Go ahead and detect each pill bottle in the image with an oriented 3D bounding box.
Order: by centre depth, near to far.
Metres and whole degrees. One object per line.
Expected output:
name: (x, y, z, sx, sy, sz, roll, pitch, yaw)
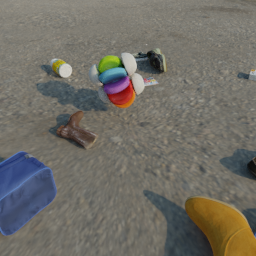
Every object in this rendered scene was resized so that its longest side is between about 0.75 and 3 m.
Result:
pill bottle: (-3.462, -3.110, 14.329, 0.710, 0.710, 1.260, -24, 42, -29)

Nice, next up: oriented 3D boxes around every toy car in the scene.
toy car: (-0.399, -1.623, 10.359, 1.794, 2.050, 1.537, -18, 39, 11)

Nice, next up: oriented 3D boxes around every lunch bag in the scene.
lunch bag: (-2.897, 1.531, 7.233, 1.302, 1.337, 1.969, 24, 42, 29)

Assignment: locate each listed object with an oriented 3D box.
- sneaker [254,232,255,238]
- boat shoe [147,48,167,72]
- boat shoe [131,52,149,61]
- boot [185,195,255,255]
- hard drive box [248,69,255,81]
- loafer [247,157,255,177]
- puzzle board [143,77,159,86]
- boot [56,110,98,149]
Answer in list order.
sneaker: (3.593, 2.536, 6.441, 1.676, 0.631, 0.739, -15, 38, -19)
boat shoe: (1.522, -3.556, 14.933, 0.799, 0.903, 2.466, -11, 30, 0)
boat shoe: (0.729, -4.122, 15.984, 1.256, 0.445, 0.453, -18, 39, -24)
boot: (2.051, 2.693, 5.873, 2.712, 0.954, 1.942, 29, 39, 26)
hard drive box: (6.500, -2.585, 13.928, 0.835, 0.321, 0.651, 17, 39, 22)
loafer: (4.800, 0.958, 8.438, 2.471, 0.881, 0.902, -6, 36, -9)
puzzle board: (0.930, -2.260, 13.681, 0.928, 0.081, 0.700, -13, 37, -17)
boot: (-1.562, 0.044, 10.058, 1.547, 0.497, 1.442, 18, 52, 28)
